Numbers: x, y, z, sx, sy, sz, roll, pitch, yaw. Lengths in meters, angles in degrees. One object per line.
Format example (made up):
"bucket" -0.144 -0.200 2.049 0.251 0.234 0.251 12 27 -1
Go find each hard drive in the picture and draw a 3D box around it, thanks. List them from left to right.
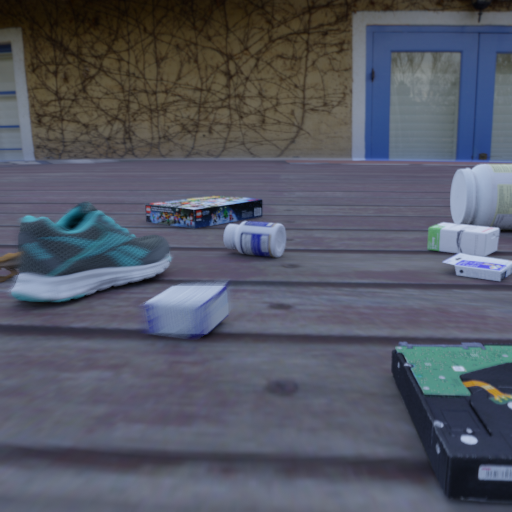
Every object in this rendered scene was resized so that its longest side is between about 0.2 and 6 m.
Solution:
"hard drive" 1.715 1.071 3.940 1.240 0.336 1.775 1 13 2

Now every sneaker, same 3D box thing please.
"sneaker" -2.101 -0.170 7.607 0.997 1.172 2.570 3 11 30

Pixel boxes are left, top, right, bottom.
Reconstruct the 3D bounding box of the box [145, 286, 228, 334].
"box" -0.728 0.573 6.028 0.682 0.358 0.628 -2 13 20

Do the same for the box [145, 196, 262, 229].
"box" -1.229 -1.107 13.643 1.655 0.457 2.424 10 16 38

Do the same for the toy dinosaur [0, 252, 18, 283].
"toy dinosaur" -3.146 0.044 8.159 1.871 0.565 0.994 -5 12 -24

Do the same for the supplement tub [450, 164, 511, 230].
"supplement tub" 5.350 -1.260 12.056 1.979 1.435 1.435 1 12 4

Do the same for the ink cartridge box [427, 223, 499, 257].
"ink cartridge box" 3.696 -0.301 10.000 1.025 0.431 0.746 10 16 38

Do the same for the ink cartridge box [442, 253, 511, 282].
"ink cartridge box" 3.354 0.162 8.440 0.860 0.187 0.852 12 17 36

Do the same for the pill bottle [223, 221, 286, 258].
"pill bottle" -0.031 -0.296 9.628 0.973 0.582 0.582 6 14 24
